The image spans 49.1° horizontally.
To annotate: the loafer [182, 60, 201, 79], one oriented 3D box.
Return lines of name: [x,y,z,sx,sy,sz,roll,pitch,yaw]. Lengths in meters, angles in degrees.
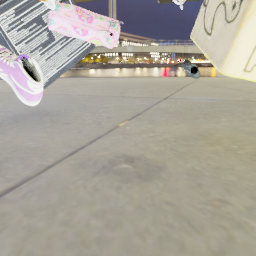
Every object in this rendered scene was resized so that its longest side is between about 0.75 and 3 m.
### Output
loafer: [2.114,-1.846,9.072,0.387,0.374,1.102,41,10,36]

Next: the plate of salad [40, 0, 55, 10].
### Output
plate of salad: [-1.619,-2.525,4.708,0.283,1.176,1.176,-35,23,-12]

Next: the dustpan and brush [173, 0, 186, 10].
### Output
dustpan and brush: [1.876,-4.575,10.104,0.581,0.832,0.238,-2,-12,-8]

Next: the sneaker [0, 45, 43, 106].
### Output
sneaker: [-2.033,-1.193,5.049,0.542,1.497,0.853,-43,-6,-37]

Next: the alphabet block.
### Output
alphabet block: [2.864,-2.306,5.556,2.199,2.239,2.187,9,34,-12]

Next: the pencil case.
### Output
pencil case: [-1.165,-2.827,7.743,1.958,0.856,0.856,17,12,-3]

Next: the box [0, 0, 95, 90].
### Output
box: [-2.905,-3.104,9.020,1.651,2.658,2.679,21,57,40]
